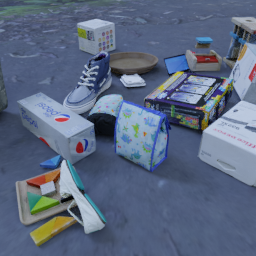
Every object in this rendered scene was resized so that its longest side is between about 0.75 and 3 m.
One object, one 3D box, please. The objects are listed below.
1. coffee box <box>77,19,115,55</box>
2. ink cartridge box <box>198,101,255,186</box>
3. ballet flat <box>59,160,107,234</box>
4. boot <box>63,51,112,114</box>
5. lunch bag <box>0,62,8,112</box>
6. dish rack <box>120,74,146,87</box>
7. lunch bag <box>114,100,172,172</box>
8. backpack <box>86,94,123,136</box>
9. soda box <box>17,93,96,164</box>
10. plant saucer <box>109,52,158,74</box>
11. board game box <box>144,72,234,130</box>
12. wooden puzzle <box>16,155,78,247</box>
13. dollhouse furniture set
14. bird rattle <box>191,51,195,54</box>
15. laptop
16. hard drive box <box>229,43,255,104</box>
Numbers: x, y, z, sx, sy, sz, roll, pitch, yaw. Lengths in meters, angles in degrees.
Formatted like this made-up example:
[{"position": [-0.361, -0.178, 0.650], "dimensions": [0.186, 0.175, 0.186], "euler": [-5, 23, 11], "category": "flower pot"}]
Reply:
[{"position": [-1.539, -4.476, 13.761], "dimensions": [1.320, 1.305, 1.318], "euler": [27, 43, 34], "category": "coffee box"}, {"position": [3.070, 0.274, 7.172], "dimensions": [1.562, 0.902, 2.154], "euler": [28, 43, 34], "category": "ink cartridge box"}, {"position": [-1.030, 1.350, 5.506], "dimensions": [0.549, 0.549, 1.582], "euler": [-24, 66, -31], "category": "ballet flat"}, {"position": [-1.383, -1.630, 9.603], "dimensions": [0.994, 1.234, 2.732], "euler": [13, 38, 14], "category": "boot"}, {"position": [-4.902, -1.223, 7.731], "dimensions": [1.978, 2.839, 2.381], "euler": [10, 29, 11], "category": "lunch bag"}, {"position": [0.187, -1.868, 10.849], "dimensions": [0.832, 0.211, 0.969], "euler": [-6, 31, -16], "category": "dish rack"}, {"position": [0.350, 0.118, 6.924], "dimensions": [1.237, 1.455, 0.927], "euler": [22, 40, 30], "category": "lunch bag"}, {"position": [-0.539, -0.390, 8.200], "dimensions": [1.140, 0.864, 1.366], "euler": [8, 34, 15], "category": "backpack"}, {"position": [-2.008, -0.075, 7.714], "dimensions": [2.585, 0.883, 0.820], "euler": [29, 44, 36], "category": "soda box"}, {"position": [0.087, -2.808, 12.060], "dimensions": [2.439, 0.359, 2.439], "euler": [0, 31, 0], "category": "plant saucer"}, {"position": [2.019, -0.979, 9.082], "dimensions": [2.072, 0.711, 2.507], "euler": [14, 37, 30], "category": "board game box"}, {"position": [-1.693, 1.380, 6.103], "dimensions": [1.469, 0.255, 2.178], "euler": [-19, 39, -23], "category": "wooden puzzle"}, {"position": [4.060, -3.311, 11.511], "dimensions": [2.737, 1.929, 1.918], "euler": [-3, 34, -6], "category": "dollhouse furniture set"}, {"position": [3.058, -3.246, 12.936], "dimensions": [0.627, 0.433, 0.769], "euler": [26, 28, 16], "category": "bird rattle"}, {"position": [2.245, -2.409, 11.328], "dimensions": [1.133, 0.660, 1.278], "euler": [-19, 39, -25], "category": "laptop"}, {"position": [4.388, -1.937, 9.828], "dimensions": [0.726, 1.473, 1.890], "euler": [12, 34, -4], "category": "hard drive box"}]
